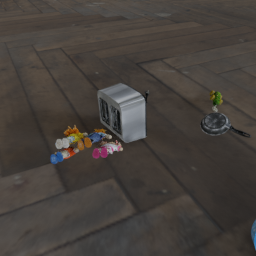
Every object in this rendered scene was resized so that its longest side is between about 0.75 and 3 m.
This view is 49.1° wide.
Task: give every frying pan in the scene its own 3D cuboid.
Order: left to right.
[{"bbox_3d":[2.367,0.004,7.072,0.756,0.203,1.249,-32,45,-8],"label":"frying pan"}]

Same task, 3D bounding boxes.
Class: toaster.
[{"bbox_3d":[-0.123,-0.465,7.526,0.852,1.436,1.298,-22,37,-27],"label":"toaster"}]

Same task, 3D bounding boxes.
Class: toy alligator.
[{"bbox_3d":[2.844,-0.908,8.938,0.381,0.276,1.148,28,37,-8],"label":"toy alligator"}]

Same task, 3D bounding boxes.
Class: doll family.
[{"bbox_3d":[-0.959,0.278,6.382,1.652,0.744,1.025,-7,6,15],"label":"doll family"}]

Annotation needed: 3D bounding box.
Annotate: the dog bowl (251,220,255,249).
[{"bbox_3d":[2.869,1.669,4.776,1.655,0.922,0.410,-34,-1,3],"label":"dog bowl"}]
